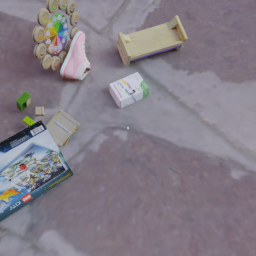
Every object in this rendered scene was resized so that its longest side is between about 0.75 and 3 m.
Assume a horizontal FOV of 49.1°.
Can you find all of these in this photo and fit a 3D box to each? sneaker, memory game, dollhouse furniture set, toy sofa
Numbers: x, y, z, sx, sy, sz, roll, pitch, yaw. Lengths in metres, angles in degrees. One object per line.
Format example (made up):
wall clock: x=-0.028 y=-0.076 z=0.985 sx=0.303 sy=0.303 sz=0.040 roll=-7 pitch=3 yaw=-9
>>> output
sneaker: x=-1.450 y=-2.203 z=8.748 sx=0.826 sy=0.594 sz=1.579 roll=19 pitch=78 yaw=4
memory game: x=-2.056 y=-2.774 z=8.283 sx=0.143 sy=2.246 sz=2.246 roll=21 pitch=64 yaw=14
dollhouse furniture set: x=-2.337 y=-0.223 z=7.955 sx=1.788 sy=0.690 sz=0.894 roll=37 pitch=71 yaw=-6
toy sofa: x=0.737 y=-2.739 z=9.094 sx=2.135 sy=1.042 sz=0.884 roll=-20 pitch=80 yaw=-11

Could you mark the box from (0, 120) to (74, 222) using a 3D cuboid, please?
box: x=-2.683 y=1.130 z=6.460 sx=2.483 sy=1.696 sz=0.468 roll=-32 pitch=45 yaw=-16

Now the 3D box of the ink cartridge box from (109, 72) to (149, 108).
ink cartridge box: x=0.028 y=-1.139 z=8.426 sx=0.995 sy=0.418 sz=0.721 roll=-26 pitch=64 yaw=-14
